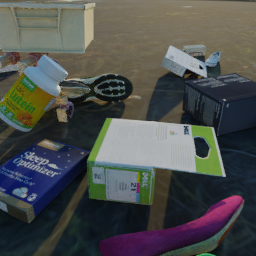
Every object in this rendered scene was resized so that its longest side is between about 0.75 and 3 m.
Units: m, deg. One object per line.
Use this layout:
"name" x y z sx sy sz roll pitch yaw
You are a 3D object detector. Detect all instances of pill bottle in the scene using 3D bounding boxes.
"pill bottle" -2.332 -0.880 6.967 0.993 1.789 0.993 39 6 -5

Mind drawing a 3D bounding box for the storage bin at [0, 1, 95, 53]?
"storage bin" -2.447 -3.172 8.550 2.666 1.259 2.686 1 26 -2

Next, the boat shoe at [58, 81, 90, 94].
"boat shoe" -1.677 -1.216 7.963 1.279 0.364 0.428 -1 -18 -33

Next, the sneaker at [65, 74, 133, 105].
"sneaker" -1.193 -1.490 10.095 2.718 1.045 1.204 -3 19 -12

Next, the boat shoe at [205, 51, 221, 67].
"boat shoe" 4.209 -3.451 13.831 0.545 0.495 1.482 20 34 20

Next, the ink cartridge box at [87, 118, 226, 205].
"ink cartridge box" 0.597 0.701 6.150 2.588 0.980 1.913 5 30 6

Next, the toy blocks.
"toy blocks" -2.659 -1.496 8.958 2.182 2.039 1.836 5 30 12

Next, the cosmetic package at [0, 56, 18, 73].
"cosmetic package" -6.133 -2.859 12.784 2.173 0.550 0.897 -13 32 -22

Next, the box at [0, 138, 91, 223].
"box" -1.924 0.922 6.357 1.506 0.403 2.486 14 31 23

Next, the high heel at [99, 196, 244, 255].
"high heel" 0.814 1.596 4.612 2.548 0.859 1.225 -26 50 -32

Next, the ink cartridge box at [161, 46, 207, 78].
"ink cartridge box" 2.641 -2.942 13.023 2.006 0.503 2.311 28 32 -2

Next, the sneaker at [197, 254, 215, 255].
"sneaker" 0.834 2.312 3.449 2.892 1.071 1.209 0 21 -13

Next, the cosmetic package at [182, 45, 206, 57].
"cosmetic package" 3.577 -4.182 15.169 1.119 0.488 0.578 -7 30 -11

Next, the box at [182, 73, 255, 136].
"box" 3.074 -0.814 8.675 2.060 1.073 1.876 -12 30 -19
